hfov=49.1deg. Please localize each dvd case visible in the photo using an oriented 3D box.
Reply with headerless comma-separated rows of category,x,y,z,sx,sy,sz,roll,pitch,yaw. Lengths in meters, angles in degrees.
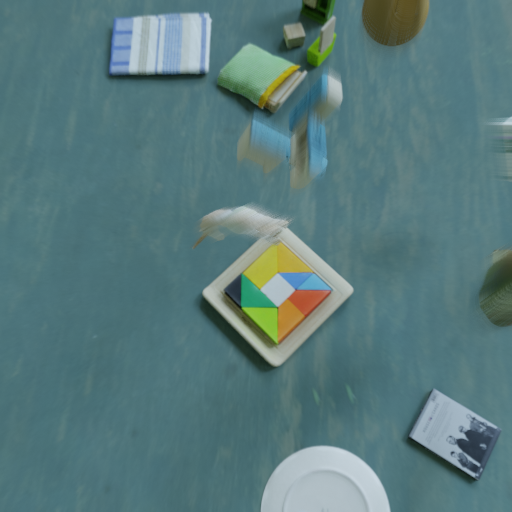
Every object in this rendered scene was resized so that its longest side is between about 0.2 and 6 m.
dvd case,3.472,3.109,9.798,1.326,0.164,0.997,31,71,12

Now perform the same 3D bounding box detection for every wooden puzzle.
wooden puzzle,0.417,0.657,10.701,2.229,0.415,2.062,-42,73,-16

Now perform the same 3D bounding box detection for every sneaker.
sneaker,3.644,0.511,7.869,0.802,2.393,1.074,16,95,15

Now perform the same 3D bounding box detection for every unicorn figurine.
unicorn figurine,-0.192,-0.407,7.503,0.991,1.443,0.533,14,72,-13

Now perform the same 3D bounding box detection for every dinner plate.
dinner plate,1.156,4.284,9.270,2.166,0.263,2.166,-1,67,1

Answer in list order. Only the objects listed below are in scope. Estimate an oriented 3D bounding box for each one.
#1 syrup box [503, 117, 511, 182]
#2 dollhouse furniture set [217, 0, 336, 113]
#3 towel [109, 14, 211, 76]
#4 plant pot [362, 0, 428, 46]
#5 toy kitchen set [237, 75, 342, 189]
syrup box,4.616,-1.830,9.623,0.469,1.151,0.453,-35,34,-18
dollhouse furniture set,0.692,-4.958,12.596,1.691,1.306,3.384,33,71,14
towel,-2.228,-4.941,13.159,2.347,0.279,1.723,-2,69,1
plant pot,2.125,-3.630,8.233,0.996,1.068,0.996,1,110,3
toy kitchen set,0.465,-1.876,7.684,1.221,0.898,1.524,22,49,-25
